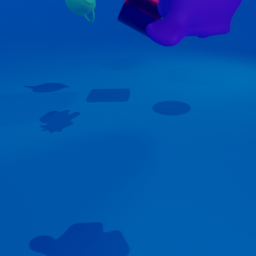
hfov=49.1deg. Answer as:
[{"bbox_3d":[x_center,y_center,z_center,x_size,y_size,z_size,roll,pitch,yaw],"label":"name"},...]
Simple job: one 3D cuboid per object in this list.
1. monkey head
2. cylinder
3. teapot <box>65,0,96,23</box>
[{"bbox_3d":[0.699,-1.484,3.126,1.609,0.970,1.157,32,50,23],"label":"monkey head"},{"bbox_3d":[0.445,-3.659,8.793,1.187,1.187,1.187,26,26,-8],"label":"cylinder"},{"bbox_3d":[-1.703,-4.325,9.471,0.840,1.716,1.067,-31,12,37],"label":"teapot"}]
